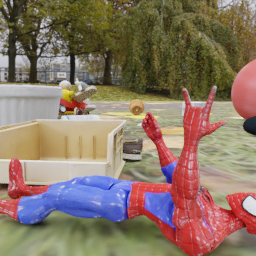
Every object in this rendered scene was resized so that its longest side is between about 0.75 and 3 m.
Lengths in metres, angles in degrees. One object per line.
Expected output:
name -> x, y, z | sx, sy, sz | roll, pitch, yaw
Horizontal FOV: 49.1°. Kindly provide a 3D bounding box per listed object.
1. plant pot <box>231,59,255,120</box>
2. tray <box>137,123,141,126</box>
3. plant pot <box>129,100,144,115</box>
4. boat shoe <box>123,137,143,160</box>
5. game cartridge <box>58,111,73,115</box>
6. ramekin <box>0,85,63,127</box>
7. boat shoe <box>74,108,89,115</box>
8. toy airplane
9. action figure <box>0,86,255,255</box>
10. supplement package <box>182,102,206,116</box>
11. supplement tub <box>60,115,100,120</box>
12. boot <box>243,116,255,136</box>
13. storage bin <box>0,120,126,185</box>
plant pot -> 4.869, -1.028, 9.006 | 2.462, 2.462, 2.179 | 0, 17, 3
tray -> 0.729, -0.151, 10.145 | 0.450, 0.093, 0.837 | 3, 7, 32
plant pot -> 0.471, -1.042, 15.098 | 0.841, 0.841, 0.589 | 0, 24, 2
boat shoe -> -0.374, 0.258, 4.717 | 1.262, 0.376, 0.453 | 8, 0, 10
game cartridge -> -4.516, -0.900, 15.678 | 2.218, 0.360, 1.955 | -9, 11, -42
ramekin -> -2.971, -0.364, 6.783 | 2.760, 1.285, 2.760 | -1, 7, 0
boat shoe -> -2.110, -0.669, 12.921 | 0.510, 0.511, 1.418 | -1, 0, 7
toy airplane -> -2.744, -1.409, 13.454 | 2.526, 1.783, 2.515 | -13, -9, -8
action figure -> -0.131, 0.260, 2.243 | 2.453, 1.214, 0.800 | 5, 8, 19
supplement package -> 3.428, -0.961, 14.298 | 1.285, 0.731, 0.704 | -5, 10, -43
supplement tub -> -1.166, -0.019, 6.848 | 0.906, 0.598, 0.598 | -3, 7, -23
boot -> 3.442, 0.009, 6.772 | 1.405, 0.536, 1.180 | 11, 8, 31
storage bin -> -0.836, 0.284, 3.810 | 1.487, 0.697, 1.476 | 1, 6, 5
